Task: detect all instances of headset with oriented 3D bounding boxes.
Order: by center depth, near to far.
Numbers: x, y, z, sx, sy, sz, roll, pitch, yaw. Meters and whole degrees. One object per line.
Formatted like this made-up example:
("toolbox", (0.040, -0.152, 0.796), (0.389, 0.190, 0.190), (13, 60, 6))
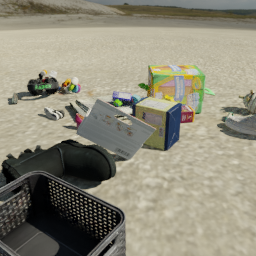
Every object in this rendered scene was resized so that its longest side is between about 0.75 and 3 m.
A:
("headset", (-4.446, -2.352, 14.605), (1.555, 1.183, 2.518), (-8, 10, -16))

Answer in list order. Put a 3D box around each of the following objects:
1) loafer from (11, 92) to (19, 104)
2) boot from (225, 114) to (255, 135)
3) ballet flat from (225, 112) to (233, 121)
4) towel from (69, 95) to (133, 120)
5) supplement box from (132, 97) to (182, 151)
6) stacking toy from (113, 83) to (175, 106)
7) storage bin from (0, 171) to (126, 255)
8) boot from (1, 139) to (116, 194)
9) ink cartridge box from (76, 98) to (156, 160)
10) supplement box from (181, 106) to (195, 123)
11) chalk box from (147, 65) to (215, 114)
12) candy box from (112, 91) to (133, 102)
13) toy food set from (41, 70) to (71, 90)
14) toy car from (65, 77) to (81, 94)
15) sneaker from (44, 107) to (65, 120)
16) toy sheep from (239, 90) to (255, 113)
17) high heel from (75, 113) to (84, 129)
("loafer", (-5.512, -1.421, 13.727), (0.319, 0.364, 1.014), (12, 27, -22))
("boot", (4.890, -0.347, 10.371), (2.441, 1.166, 0.898), (19, 31, 34))
("ballet flat", (4.235, -0.471, 11.689), (0.265, 0.277, 0.787), (12, 28, 24))
("towel", (-0.917, -0.982, 12.511), (2.918, 0.504, 2.810), (-13, 28, -25))
("supplement box", (0.982, -0.193, 9.730), (1.431, 1.433, 0.962), (16, 29, 30))
("stacking toy", (0.638, -1.030, 11.757), (1.681, 0.524, 2.230), (-35, 45, -21))
("storage bin", (-1.485, 2.055, 5.233), (2.625, 1.231, 1.774), (16, 30, 31))
("boot", (-1.936, 1.097, 7.526), (2.207, 0.997, 2.694), (-20, 25, -41))
("ink cartridge box", (-0.363, -0.002, 8.232), (1.894, 1.644, 0.412), (27, 40, -12))
("supplement box", (2.066, -0.550, 11.569), (1.201, 0.515, 0.663), (-4, 26, -9))
("chalk box", (2.412, -1.777, 12.648), (2.927, 1.812, 1.821), (-2, 26, -3))
("candy box", (-0.227, -1.365, 12.257), (0.817, 0.315, 0.691), (9, -3, 6))
("toy food set", (-4.069, -2.548, 15.344), (1.697, 0.810, 0.763), (23, 31, -6))
("toy car", (-2.857, -2.185, 14.949), (0.712, 0.831, 0.950), (33, 18, -17))
("sneaker", (-3.106, -0.646, 12.021), (1.028, 0.376, 0.575), (30, 34, 34))
("toy sheep", (5.626, -1.159, 12.297), (1.539, 1.061, 1.061), (32, 39, 29))
("high heel", (-1.449, -0.192, 10.704), (1.265, 0.607, 0.426), (13, 28, 25))
